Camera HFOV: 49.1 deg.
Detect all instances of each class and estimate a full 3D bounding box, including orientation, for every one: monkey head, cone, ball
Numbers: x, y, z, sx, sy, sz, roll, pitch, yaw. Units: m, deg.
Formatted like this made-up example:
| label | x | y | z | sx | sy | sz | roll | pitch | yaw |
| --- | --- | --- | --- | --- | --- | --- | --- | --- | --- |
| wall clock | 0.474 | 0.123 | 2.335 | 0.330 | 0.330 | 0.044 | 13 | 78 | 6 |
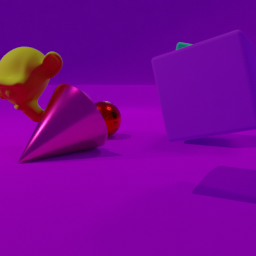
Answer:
| label | x | y | z | sx | sy | sz | roll | pitch | yaw |
| --- | --- | --- | --- | --- | --- | --- | --- | --- | --- |
| monkey head | -1.885 | -0.860 | 5.430 | 1.850 | 1.331 | 1.115 | 2 | 49 | 47 |
| cone | -1.333 | 0.170 | 4.897 | 1.394 | 1.394 | 1.399 | 9 | 40 | 43 |
| ball | -0.577 | -0.202 | 6.563 | 0.852 | 0.852 | 0.852 | 0 | 10 | 0 |

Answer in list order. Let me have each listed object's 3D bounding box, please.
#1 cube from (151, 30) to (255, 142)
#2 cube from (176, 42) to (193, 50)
| label | x | y | z | sx | sy | sz | roll | pitch | yaw |
| --- | --- | --- | --- | --- | --- | --- | --- | --- | --- |
| cube | 0.974 | -0.441 | 3.253 | 0.961 | 0.961 | 0.961 | -11 | 2 | 31 |
| cube | 1.579 | -1.036 | 5.904 | 1.191 | 1.191 | 1.191 | 15 | 14 | 17 |
